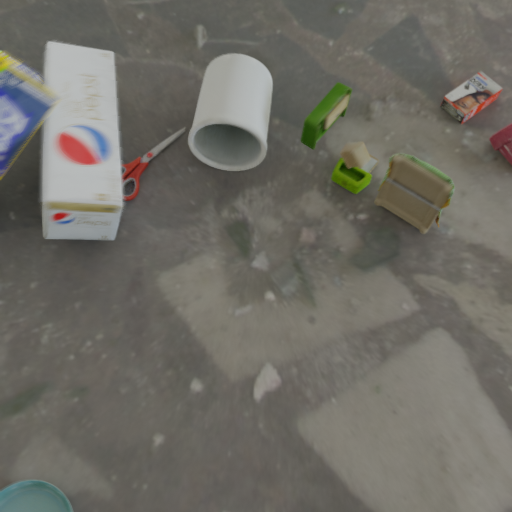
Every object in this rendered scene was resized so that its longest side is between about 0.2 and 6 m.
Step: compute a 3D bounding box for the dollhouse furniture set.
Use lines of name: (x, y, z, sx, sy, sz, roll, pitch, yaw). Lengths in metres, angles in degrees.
dollhouse furniture set: (2.536, -1.968, 11.015, 3.242, 1.620, 1.251, 34, 66, 15)

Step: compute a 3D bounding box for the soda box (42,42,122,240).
soda box: (-3.476, -2.303, 11.061, 1.362, 1.273, 3.998, 1, 60, -21)

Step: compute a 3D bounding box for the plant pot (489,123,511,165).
plant pot: (5.537, -2.270, 11.521, 1.092, 1.092, 0.977, -25, 83, -11)

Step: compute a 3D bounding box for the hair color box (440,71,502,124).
hair color box: (4.767, -3.513, 12.420, 1.184, 0.378, 0.657, -36, 70, -14)

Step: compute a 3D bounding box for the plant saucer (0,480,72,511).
plant saucer: (-3.608, 4.353, 8.794, 1.550, 0.212, 1.550, 0, 65, 0)

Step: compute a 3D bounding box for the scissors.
scissors: (-2.404, -2.076, 11.851, 0.824, 0.157, 2.252, 27, 69, 14)

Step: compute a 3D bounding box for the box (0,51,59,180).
box: (-5.310, -1.959, 10.232, 3.628, 1.271, 1.167, -51, 56, 8)

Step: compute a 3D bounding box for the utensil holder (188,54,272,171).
utensil holder: (-0.471, -2.952, 11.506, 1.567, 1.567, 1.844, 6, 64, 3)
